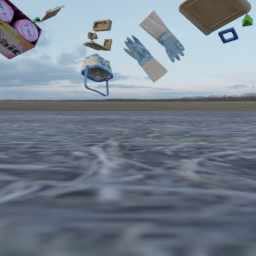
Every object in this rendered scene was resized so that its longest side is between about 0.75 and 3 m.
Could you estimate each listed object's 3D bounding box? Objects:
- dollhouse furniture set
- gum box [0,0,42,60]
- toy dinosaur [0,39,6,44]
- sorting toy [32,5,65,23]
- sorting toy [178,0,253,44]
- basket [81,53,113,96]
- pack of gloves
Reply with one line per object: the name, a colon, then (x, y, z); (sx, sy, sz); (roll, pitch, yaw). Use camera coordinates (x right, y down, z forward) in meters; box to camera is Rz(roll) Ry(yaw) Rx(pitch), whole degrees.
dollhouse furniture set: (-1.320, -3.859, 11.293); (1.170, 1.231, 1.003); (13, 4, 40)
gum box: (-3.689, -2.985, 7.645); (1.264, 0.737, 2.228); (-11, -33, 34)
toy dinosaur: (-2.932, -1.783, 5.309); (0.835, 1.232, 0.529); (31, -29, -5)
sorting toy: (-2.950, -4.156, 10.246); (0.886, 0.176, 1.198); (-14, 24, 46)
sorting toy: (2.463, -3.519, 8.048); (2.755, 0.375, 1.551); (29, -30, -28)
basket: (-1.369, -2.332, 12.330); (1.152, 1.656, 1.460); (-7, -15, 34)
pack of gloves: (0.679, -2.098, 7.329); (1.220, 1.452, 0.286); (-37, 24, 23)
